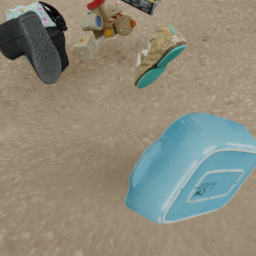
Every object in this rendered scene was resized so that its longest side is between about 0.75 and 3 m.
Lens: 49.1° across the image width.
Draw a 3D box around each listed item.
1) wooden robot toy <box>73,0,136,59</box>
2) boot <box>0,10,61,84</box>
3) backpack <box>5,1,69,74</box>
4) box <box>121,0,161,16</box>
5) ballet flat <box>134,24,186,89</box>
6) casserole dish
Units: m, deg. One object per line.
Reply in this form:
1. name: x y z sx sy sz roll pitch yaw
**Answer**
1. wooden robot toy: -0.465 -3.112 8.238 1.313 1.274 2.893 4 41 25
2. boot: -2.480 -1.788 6.651 1.926 1.587 0.632 5 27 44
3. backpack: -2.522 -2.620 7.788 1.279 1.687 2.021 -19 60 -28
4. box: 0.075 -3.518 6.256 1.847 0.456 1.475 29 65 3
5. ballet flat: 0.600 -1.599 6.338 0.734 2.083 0.680 -21 82 -28
6. casserole dish: 1.148 0.684 4.163 2.769 1.677 0.537 9 26 -47
